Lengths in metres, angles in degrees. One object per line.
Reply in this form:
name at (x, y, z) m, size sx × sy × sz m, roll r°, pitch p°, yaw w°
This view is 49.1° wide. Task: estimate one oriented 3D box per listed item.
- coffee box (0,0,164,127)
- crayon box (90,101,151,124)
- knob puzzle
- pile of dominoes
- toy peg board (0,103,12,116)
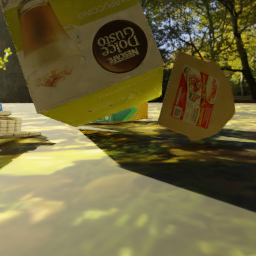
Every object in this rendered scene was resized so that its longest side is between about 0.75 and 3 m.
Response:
coffee box at (-0.865, -1.818, 6.977) m, size 2.770 × 2.743 × 2.774 m, roll -21°, pitch -7°, yaw 3°
crayon box at (-0.512, -0.651, 10.255) m, size 1.820 × 0.747 × 2.895 m, roll 3°, pitch 6°, yaw 32°
knob puzzle at (1.498, -0.562, 5.803) m, size 1.887 × 1.887 × 0.262 m, roll -3°, pitch 3°, yaw -22°
pile of dominoes at (-3.233, -0.060, 5.718) m, size 2.096 × 0.428 × 2.689 m, roll 3°, pitch 1°, yaw 8°
toy peg board at (-4.397, -0.526, 8.339) m, size 1.291 × 0.631 × 1.286 m, roll -15°, pitch -5°, yaw 42°
